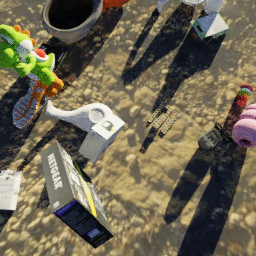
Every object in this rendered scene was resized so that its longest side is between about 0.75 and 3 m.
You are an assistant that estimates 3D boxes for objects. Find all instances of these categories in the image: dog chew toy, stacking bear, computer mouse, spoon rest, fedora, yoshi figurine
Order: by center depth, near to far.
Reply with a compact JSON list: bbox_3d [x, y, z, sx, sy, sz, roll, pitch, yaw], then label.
[{"bbox_3d":[-3.557,-2.114,9.514,1.537,2.735,1.531,-12,51,22],"label":"yoshi figurine"},{"bbox_3d":[4.970,-0.172,11.299,1.194,1.194,1.917,25,65,9],"label":"dog chew toy"},{"bbox_3d":[3.435,0.490,11.451,1.510,0.398,1.045,-27,72,-21],"label":"computer mouse"},{"bbox_3d":[-1.963,-0.527,11.679,2.757,0.836,1.370,11,71,-10],"label":"spoon rest"},{"bbox_3d":[4.974,-1.372,12.048,0.553,0.518,0.911,27,77,9],"label":"stacking bear"},{"bbox_3d":[-2.505,-5.094,12.911,2.608,1.331,2.949,28,75,10],"label":"fedora"},{"bbox_3d":[2.618,-6.345,13.682,2.448,0.742,1.216,-20,71,-6],"label":"spoon rest"}]

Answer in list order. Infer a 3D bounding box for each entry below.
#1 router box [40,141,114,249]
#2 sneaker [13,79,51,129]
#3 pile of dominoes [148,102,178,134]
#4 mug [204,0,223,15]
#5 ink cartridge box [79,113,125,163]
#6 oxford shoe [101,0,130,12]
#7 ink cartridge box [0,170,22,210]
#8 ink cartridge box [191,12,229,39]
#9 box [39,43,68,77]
[{"bbox_3d":[-1.465,1.781,7.759,0.654,1.969,2.504,-34,36,-2],"label":"router box"},{"bbox_3d":[-3.820,-1.090,11.717,1.025,1.012,2.620,33,92,16],"label":"sneaker"},{"bbox_3d":[1.512,-0.446,11.854,0.928,0.190,1.191,36,75,12],"label":"pile of dominoes"},{"bbox_3d":[4.132,-6.198,13.516,0.790,0.938,1.070,-13,71,-5],"label":"mug"},{"bbox_3d":[-0.835,0.303,9.082,0.607,1.068,1.465,35,31,6],"label":"ink cartridge box"},{"bbox_3d":[-0.860,-6.422,13.681,2.349,0.838,0.856,-20,64,-8],"label":"oxford shoe"},{"bbox_3d":[-4.676,2.326,10.687,0.871,0.514,1.514,2,70,1],"label":"ink cartridge box"},{"bbox_3d":[3.849,-4.795,13.315,1.526,0.366,1.111,-23,72,-8],"label":"ink cartridge box"},{"bbox_3d":[-3.639,-2.951,12.651,1.275,0.394,1.597,21,72,9],"label":"box"}]
